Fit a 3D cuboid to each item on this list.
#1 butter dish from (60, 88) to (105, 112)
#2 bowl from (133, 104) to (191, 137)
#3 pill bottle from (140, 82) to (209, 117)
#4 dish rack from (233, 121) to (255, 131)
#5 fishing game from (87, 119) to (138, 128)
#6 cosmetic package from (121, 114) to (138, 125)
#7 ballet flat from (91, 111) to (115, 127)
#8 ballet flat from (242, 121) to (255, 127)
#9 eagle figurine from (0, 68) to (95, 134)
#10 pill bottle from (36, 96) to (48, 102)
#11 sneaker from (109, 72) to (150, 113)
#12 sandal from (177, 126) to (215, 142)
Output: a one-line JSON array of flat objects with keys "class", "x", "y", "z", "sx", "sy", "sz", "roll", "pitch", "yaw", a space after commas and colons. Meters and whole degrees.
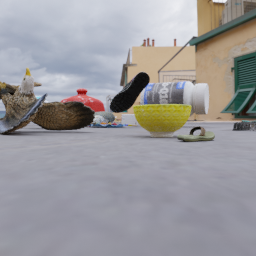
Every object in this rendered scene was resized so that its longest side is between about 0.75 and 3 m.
[{"class": "butter dish", "x": -2.572, "y": -1.176, "z": 15.702, "sx": 2.806, "sy": 2.080, "sz": 2.814, "roll": 0, "pitch": 2, "yaw": 27}, {"class": "bowl", "x": 0.673, "y": -0.133, "z": 5.547, "sx": 1.149, "sy": 0.618, "sz": 1.149, "roll": 0, "pitch": 1, "yaw": 0}, {"class": "pill bottle", "x": 2.204, "y": -1.317, "z": 13.088, "sx": 2.922, "sy": 1.662, "sz": 1.662, "roll": 1, "pitch": 2, "yaw": 23}, {"class": "dish rack", "x": 3.818, "y": -0.042, "z": 8.404, "sx": 0.840, "sy": 0.299, "sz": 1.095, "roll": -3, "pitch": 5, "yaw": -37}, {"class": "fishing game", "x": -0.935, "y": -0.197, "z": 12.110, "sx": 2.469, "sy": 0.384, "sz": 1.768, "roll": 0, "pitch": -1, "yaw": 22}, {"class": "cosmetic package", "x": 0.069, "y": -0.470, "z": 16.183, "sx": 0.913, "sy": 0.642, "sz": 1.801, "roll": 0, "pitch": 3, "yaw": -3}, {"class": "ballet flat", "x": -1.774, "y": -0.327, "z": 13.347, "sx": 2.310, "sy": 0.778, "sz": 0.736, "roll": -1, "pitch": 29, "yaw": 11}, {"class": "ballet flat", "x": 5.416, "y": -0.181, "z": 12.353, "sx": 0.295, "sy": 0.297, "sz": 0.867, "roll": -1, "pitch": 2, "yaw": -32}, {"class": "eagle figurine", "x": -2.564, "y": -0.524, "z": 7.380, "sx": 2.759, "sy": 2.082, "sz": 2.094, "roll": 34, "pitch": 65, "yaw": 29}, {"class": "pill bottle", "x": -3.337, "y": -0.693, "z": 10.507, "sx": 0.882, "sy": 0.882, "sz": 1.592, "roll": -1, "pitch": 12, "yaw": -23}, {"class": "sneaker", "x": 0.078, "y": -1.477, "z": 11.860, "sx": 0.803, "sy": 2.122, "sz": 0.929, "roll": 45, "pitch": 6, "yaw": -12}, {"class": "sandal", "x": 1.133, "y": 0.089, "z": 4.549, "sx": 0.828, "sy": 0.236, "sz": 0.329, "roll": -2, "pitch": 2, "yaw": -42}]
